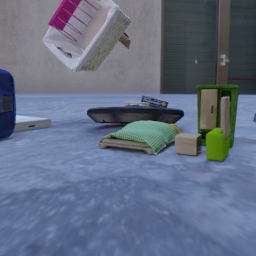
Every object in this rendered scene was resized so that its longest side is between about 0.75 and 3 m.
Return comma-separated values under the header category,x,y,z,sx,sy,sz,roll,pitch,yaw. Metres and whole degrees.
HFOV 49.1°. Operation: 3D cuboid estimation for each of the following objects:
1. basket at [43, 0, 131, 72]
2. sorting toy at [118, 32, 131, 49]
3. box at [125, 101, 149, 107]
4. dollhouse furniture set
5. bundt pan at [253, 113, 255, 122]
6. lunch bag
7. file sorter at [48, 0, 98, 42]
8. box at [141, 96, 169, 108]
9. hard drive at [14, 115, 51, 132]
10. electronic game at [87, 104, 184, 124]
category,x,y,z,sx,sy,sz,roll,pitch,yaw
basket,-1.402,-3.498,10.038,1.795,2.649,1.634,44,19,11
sorting toy,-0.633,-4.061,11.444,1.924,0.258,1.434,40,3,-4
box,0.447,-1.040,13.997,0.619,0.507,1.304,-5,10,-34
dollhouse furniture set,0.845,-0.243,5.935,2.598,1.304,1.702,4,9,28
bundt pan,5.152,-0.418,10.227,1.080,0.405,1.080,-1,9,0
lunch bag,-4.096,-0.602,6.434,2.739,1.860,1.812,-8,12,-43
file sorter,-1.314,-2.756,6.962,0.647,1.032,0.717,38,14,2
box,1.334,-1.277,14.518,1.349,0.335,1.339,14,-4,1
hard drive,-3.770,-0.172,8.911,2.245,0.300,1.481,6,11,34
electronic game,0.220,-0.419,8.413,2.887,0.601,2.887,1,-1,0
